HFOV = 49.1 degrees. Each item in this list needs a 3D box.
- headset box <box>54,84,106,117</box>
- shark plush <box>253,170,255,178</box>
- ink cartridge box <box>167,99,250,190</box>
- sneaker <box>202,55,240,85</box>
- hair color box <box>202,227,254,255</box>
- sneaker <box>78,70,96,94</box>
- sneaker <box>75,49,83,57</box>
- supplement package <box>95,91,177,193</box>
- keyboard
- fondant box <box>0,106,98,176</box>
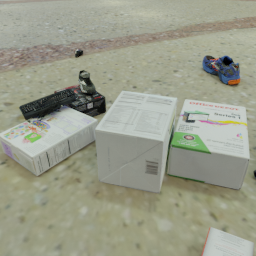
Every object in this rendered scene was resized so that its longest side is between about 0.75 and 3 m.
[{"bbox_3d":[-1.889,-1.057,10.769,1.354,0.683,1.821,-22,39,-30],"label":"headset box"},{"bbox_3d":[4.844,0.886,7.655,2.777,1.262,1.157,-7,64,-19],"label":"shark plush"},{"bbox_3d":[2.388,0.315,8.241,1.958,1.135,2.704,10,34,15],"label":"ink cartridge box"},{"bbox_3d":[4.547,-3.042,13.487,1.013,1.055,2.690,-11,35,-18],"label":"sneaker"},{"bbox_3d":[1.685,2.755,5.048,0.899,0.542,1.771,16,35,22],"label":"hair color box"},{"bbox_3d":[-1.603,-1.794,10.661,0.490,0.666,1.473,-12,34,-20],"label":"sneaker"},{"bbox_3d":[-2.792,-4.318,16.123,0.406,0.351,0.928,6,33,0],"label":"sneaker"},{"bbox_3d":[0.315,0.274,7.768,1.700,1.712,2.256,9,34,13],"label":"supplement package"},{"bbox_3d":[-2.565,-0.839,9.139,1.831,0.363,0.953,-26,54,-21],"label":"keyboard"},{"bbox_3d":[-2.383,0.243,8.707,1.775,0.716,2.460,23,38,33],"label":"fondant box"}]
